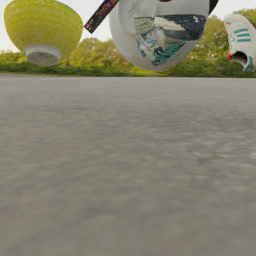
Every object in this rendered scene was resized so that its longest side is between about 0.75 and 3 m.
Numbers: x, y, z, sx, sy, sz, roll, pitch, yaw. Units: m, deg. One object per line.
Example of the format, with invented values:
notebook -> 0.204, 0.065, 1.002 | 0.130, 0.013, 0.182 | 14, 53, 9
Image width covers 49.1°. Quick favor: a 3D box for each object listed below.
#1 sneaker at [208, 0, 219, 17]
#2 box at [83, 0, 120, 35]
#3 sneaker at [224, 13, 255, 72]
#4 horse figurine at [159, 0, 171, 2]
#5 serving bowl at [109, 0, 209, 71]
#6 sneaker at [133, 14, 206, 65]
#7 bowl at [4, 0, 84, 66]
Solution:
sneaker -> 2.284, -3.719, 9.969 | 2.902, 1.026, 1.439 | -38, 33, 9
box -> -0.417, -2.493, 5.697 | 0.236, 1.252, 0.855 | 39, 15, -20
sneaker -> 3.194, -2.464, 8.090 | 0.958, 2.048, 0.721 | -26, -26, 0
horse figurine -> 0.641, -2.421, 4.204 | 0.940, 1.419, 0.354 | 24, -12, -20
serving bowl -> 0.464, -2.699, 6.512 | 2.658, 2.658, 0.874 | 10, 13, 39
sneaker -> 0.602, -1.296, 4.174 | 0.649, 0.722, 1.673 | -8, 20, -16
bowl -> -2.874, -2.992, 9.550 | 2.670, 1.437, 2.670 | 0, -13, 0
